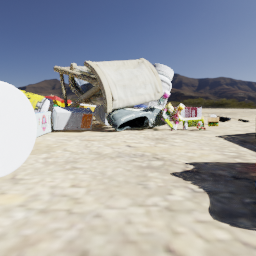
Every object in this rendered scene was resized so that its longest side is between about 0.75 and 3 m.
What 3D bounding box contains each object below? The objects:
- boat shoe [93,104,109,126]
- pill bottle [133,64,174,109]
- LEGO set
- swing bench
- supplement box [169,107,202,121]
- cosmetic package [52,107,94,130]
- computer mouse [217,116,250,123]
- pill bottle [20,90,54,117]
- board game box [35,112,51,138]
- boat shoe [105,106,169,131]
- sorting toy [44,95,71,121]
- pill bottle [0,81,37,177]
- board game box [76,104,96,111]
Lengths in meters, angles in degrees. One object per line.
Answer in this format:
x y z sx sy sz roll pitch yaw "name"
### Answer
-1.012 -0.547 11.851 0.808 0.885 2.459 -4 3 18 "boat shoe"
1.321 -1.789 14.048 1.469 2.582 1.469 19 -10 3 "pill bottle"
1.921 -0.287 9.410 2.236 1.029 0.832 28 32 1 "LEGO set"
-0.682 -1.589 10.160 2.790 1.810 2.775 0 11 44 "swing bench"
2.818 -0.781 15.158 2.327 0.708 1.266 -4 7 -42 "supplement box"
-1.773 -0.305 9.018 1.240 0.629 0.442 -1 27 -29 "cosmetic package"
5.015 -0.354 13.451 1.541 0.262 0.452 9 0 26 "computer mouse"
-3.567 -0.680 9.236 1.955 1.117 1.117 15 4 -3 "pill bottle"
-3.436 -0.114 7.927 2.136 0.686 1.576 1 5 -1 "board game box"
0.462 -0.203 9.563 2.526 0.920 0.780 2 39 -32 "boat shoe"
-4.076 -0.893 13.139 2.987 1.040 2.969 0 0 -1 "sorting toy"
-2.297 -0.039 3.425 2.351 1.320 1.320 3 6 32 "pill bottle"
-1.587 -0.863 14.608 2.592 0.523 1.983 5 6 -35 "board game box"
